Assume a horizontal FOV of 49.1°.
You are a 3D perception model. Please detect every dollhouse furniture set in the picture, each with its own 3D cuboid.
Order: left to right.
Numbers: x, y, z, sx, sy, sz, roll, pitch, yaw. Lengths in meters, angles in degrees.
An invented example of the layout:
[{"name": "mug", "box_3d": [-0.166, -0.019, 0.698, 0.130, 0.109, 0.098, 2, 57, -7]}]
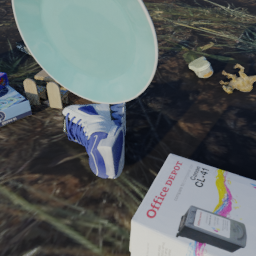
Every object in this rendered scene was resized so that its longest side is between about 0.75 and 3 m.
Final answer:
[{"name": "dollhouse furniture set", "box_3d": [-1.858, -1.888, 9.352, 2.490, 1.620, 2.287, 10, 36, 13]}]

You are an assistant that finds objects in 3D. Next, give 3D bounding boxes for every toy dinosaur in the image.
[{"name": "toy dinosaur", "box_3d": [4.168, -1.754, 10.225, 2.234, 0.650, 1.130, -21, 55, -15]}]

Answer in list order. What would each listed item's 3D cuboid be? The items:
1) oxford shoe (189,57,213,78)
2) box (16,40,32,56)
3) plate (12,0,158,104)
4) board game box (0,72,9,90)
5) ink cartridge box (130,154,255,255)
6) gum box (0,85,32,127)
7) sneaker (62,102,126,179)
[{"name": "oxford shoe", "box_3d": [2.867, -2.372, 11.011, 0.740, 0.568, 1.968, -31, 19, 13]}, {"name": "box", "box_3d": [-4.099, -3.893, 13.246, 1.715, 0.407, 1.656, 29, 42, 35]}, {"name": "plate", "box_3d": [-0.561, -1.217, 3.667, 2.127, 2.127, 0.272, 16, 49, 21]}, {"name": "board game box", "box_3d": [-4.678, -1.209, 8.461, 1.185, 0.395, 1.763, 10, 36, 14]}, {"name": "ink cartridge box", "box_3d": [1.549, 1.698, 4.732, 2.566, 1.099, 1.894, 18, 39, 21]}, {"name": "gum box", "box_3d": [-4.542, -0.713, 8.597, 2.129, 0.558, 2.506, -28, 44, -33]}, {"name": "sneaker", "box_3d": [-0.915, 0.164, 7.021, 1.665, 1.165, 2.883, -2, 28, 4]}]
